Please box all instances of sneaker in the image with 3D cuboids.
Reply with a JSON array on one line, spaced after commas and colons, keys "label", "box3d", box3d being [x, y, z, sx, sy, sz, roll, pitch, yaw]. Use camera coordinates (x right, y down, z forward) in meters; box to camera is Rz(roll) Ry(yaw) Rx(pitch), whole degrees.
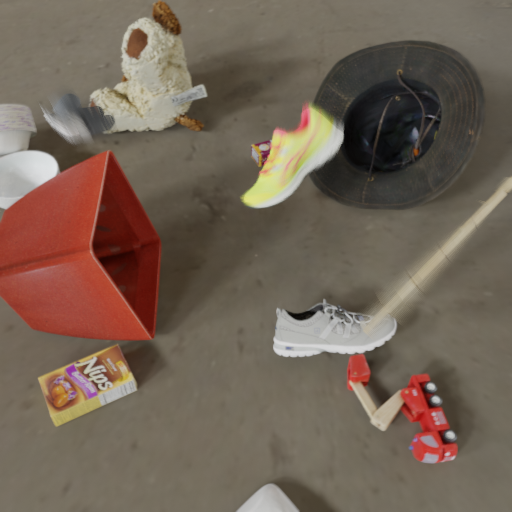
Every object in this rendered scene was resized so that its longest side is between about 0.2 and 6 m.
[{"label": "sneaker", "box3d": [0.442, -1.580, 9.030, 1.951, 0.881, 0.762, -45, 26, -3]}, {"label": "sneaker", "box3d": [1.142, 0.993, 8.098, 1.823, 0.747, 0.681, -7, 11, -6]}]

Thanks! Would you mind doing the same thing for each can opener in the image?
[{"label": "can opener", "box3d": [-2.530, -2.099, 8.321, 0.461, 0.578, 1.727, 38, 20, -4]}]

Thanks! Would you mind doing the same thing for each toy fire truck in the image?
[{"label": "toy fire truck", "box3d": [1.904, 2.037, 7.522, 1.100, 0.380, 1.559, -6, 47, -6]}]

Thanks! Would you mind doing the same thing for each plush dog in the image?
[{"label": "plush dog", "box3d": [-2.117, -3.911, 11.985, 2.224, 2.771, 2.380, 17, 50, -31]}]

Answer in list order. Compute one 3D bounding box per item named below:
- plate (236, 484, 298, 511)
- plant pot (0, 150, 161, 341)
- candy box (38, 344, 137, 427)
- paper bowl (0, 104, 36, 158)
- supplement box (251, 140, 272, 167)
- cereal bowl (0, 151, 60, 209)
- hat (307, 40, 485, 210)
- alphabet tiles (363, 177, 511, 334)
[{"label": "plate", "box3d": [0.078, 3.993, 5.712, 2.512, 0.406, 2.507, -33, 56, -27]}, {"label": "plant pot", "box3d": [-2.711, 0.032, 8.402, 1.853, 2.102, 2.101, -12, 47, 9]}, {"label": "candy box", "box3d": [-2.341, 1.781, 7.803, 1.169, 0.330, 0.682, -21, 50, -21]}, {"label": "paper bowl", "box3d": [-5.150, -2.316, 10.892, 1.671, 0.869, 1.671, -13, 5, 1]}, {"label": "supplement box", "box3d": [0.243, -2.107, 11.402, 0.598, 0.308, 0.391, -19, 50, -17]}, {"label": "cereal bowl", "box3d": [-4.341, -1.329, 10.498, 1.393, 0.580, 1.393, 0, 48, 0]}, {"label": "hat", "box3d": [2.685, -2.344, 10.664, 3.496, 3.496, 1.410, 42, 20, 32]}, {"label": "alphabet tiles", "box3d": [2.351, -0.060, 7.023, 0.084, 2.206, 2.651, 44, 104, 12]}]
